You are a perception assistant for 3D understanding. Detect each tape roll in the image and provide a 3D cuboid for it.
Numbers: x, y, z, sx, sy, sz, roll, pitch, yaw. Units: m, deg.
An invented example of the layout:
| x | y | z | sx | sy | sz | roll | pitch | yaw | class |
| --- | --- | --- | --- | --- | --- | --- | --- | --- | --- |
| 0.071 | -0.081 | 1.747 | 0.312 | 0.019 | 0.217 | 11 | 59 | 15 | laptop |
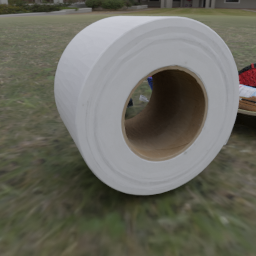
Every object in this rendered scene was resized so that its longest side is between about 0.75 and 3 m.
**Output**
| x | y | z | sx | sy | sz | roll | pitch | yaw | class |
| --- | --- | --- | --- | --- | --- | --- | --- | --- | --- |
| 0.235 | -0.518 | 5.111 | 2.879 | 2.879 | 1.977 | -10 | 24 | -19 | tape roll |

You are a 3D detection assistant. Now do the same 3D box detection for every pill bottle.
| x | y | z | sx | sy | sz | roll | pitch | yaw | class |
| --- | --- | --- | --- | --- | --- | --- | --- | --- | --- |
| 3.429 | -0.764 | 8.061 | 0.826 | 0.826 | 1.520 | -19 | 32 | -33 | pill bottle |

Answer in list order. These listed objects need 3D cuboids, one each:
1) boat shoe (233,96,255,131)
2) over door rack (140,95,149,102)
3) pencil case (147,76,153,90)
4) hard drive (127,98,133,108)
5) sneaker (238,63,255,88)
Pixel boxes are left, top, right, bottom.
| x | y | z | sx | sy | sz | roll | pitch | yaw | class |
| --- | --- | --- | --- | --- | --- | --- | --- | --- | --- |
| 3.183 | -0.437 | 7.057 | 2.356 | 0.848 | 0.801 | 15 | 64 | 22 | boat shoe |
| 1.272 | -1.080 | 7.771 | 1.785 | 1.318 | 0.594 | 22 | 15 | 10 | over door rack |
| 1.014 | -1.234 | 7.938 | 0.752 | 1.926 | 0.837 | -5 | 65 | 19 | pencil case |
| -0.834 | -0.691 | 8.184 | 1.651 | 0.272 | 1.152 | -18 | 30 | -17 | hard drive |
| 3.910 | -1.564 | 9.097 | 1.031 | 0.856 | 2.159 | -9 | 2 | -42 | sneaker |
